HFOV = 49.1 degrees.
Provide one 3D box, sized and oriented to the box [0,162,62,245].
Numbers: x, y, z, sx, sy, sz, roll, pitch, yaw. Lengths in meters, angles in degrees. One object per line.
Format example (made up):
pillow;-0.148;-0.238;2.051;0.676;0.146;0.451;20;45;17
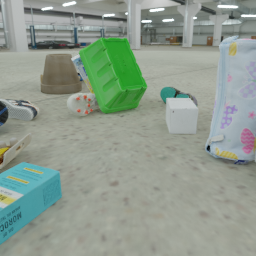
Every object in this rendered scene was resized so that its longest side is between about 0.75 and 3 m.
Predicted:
box;-1.999;1.212;4.084;0.881;0.526;2.140;9;21;25

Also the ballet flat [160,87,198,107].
ballet flat;1.978;-1.074;10.823;0.768;0.768;2.135;-7;20;-19

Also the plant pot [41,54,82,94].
plant pot;-3.327;-2.702;13.742;2.038;1.768;2.038;-1;20;0

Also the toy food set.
toy food set;-3.125;0.466;6.021;1.743;0.526;1.250;-7;18;6

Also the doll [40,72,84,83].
doll;-3.445;-2.873;15.895;2.854;0.692;1.947;-13;24;-34

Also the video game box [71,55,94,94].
video game box;-1.207;-2.507;11.810;1.670;1.834;0.429;-31;33;-5

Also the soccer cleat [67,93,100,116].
soccer cleat;-1.603;-0.887;10.050;0.884;0.790;2.280;3;11;22

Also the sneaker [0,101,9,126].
sneaker;-4.814;-0.111;7.567;2.909;1.101;1.120;-8;2;-28

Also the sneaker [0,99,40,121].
sneaker;-3.739;-0.645;9.467;1.565;0.614;0.621;17;28;14

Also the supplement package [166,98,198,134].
supplement package;1.574;-0.386;8.403;0.786;0.776;1.296;1;19;3

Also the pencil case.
pencil case;2.437;-0.608;6.242;1.212;2.673;1.111;4;12;-5

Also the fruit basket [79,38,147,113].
fruit basket;-0.672;-1.810;10.747;2.041;2.829;2.829;-13;23;-37
